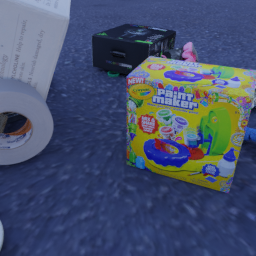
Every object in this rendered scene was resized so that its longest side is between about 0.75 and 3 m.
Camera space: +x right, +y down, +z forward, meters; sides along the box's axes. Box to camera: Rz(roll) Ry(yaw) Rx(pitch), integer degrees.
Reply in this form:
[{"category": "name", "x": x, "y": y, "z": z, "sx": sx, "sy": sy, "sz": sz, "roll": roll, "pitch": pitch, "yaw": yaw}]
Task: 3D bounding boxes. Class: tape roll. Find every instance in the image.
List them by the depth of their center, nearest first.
[{"category": "tape roll", "x": -2.376, "y": -0.087, "z": 5.512, "sx": 1.696, "sy": 1.696, "sz": 0.560, "roll": -14, "pitch": 41, "yaw": -21}]

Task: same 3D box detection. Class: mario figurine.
[{"category": "mario figurine", "x": 3.371, "y": 0.104, "z": 6.213, "sx": 1.790, "sy": 0.949, "sz": 1.105, "roll": 18, "pitch": 36, "yaw": 28}]

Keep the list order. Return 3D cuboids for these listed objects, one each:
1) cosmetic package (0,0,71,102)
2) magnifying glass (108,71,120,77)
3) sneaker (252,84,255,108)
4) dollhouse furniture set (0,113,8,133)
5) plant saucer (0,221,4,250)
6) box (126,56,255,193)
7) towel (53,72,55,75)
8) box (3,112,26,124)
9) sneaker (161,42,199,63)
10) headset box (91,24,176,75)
[{"category": "cosmetic package", "x": -2.902, "y": -2.223, "z": 5.817, "sx": 2.952, "sy": 2.455, "sz": 2.470, "roll": 14, "pitch": 42, "yaw": -20}, {"category": "magnifying glass", "x": -0.523, "y": -2.158, "z": 10.551, "sx": 0.438, "sy": 0.123, "sz": 1.100, "roll": 0, "pitch": 34, "yaw": 1}, {"category": "sneaker", "x": 3.774, "y": -0.904, "z": 7.729, "sx": 2.416, "sy": 0.973, "sz": 1.769, "roll": -19, "pitch": 33, "yaw": -35}, {"category": "dollhouse furniture set", "x": -4.476, "y": 0.242, "z": 6.571, "sx": 2.794, "sy": 1.364, "sz": 2.382, "roll": -24, "pitch": 41, "yaw": 16}, {"category": "plant saucer", "x": -2.557, "y": 1.803, "z": 4.007, "sx": 1.496, "sy": 0.375, "sz": 1.496, "roll": 3, "pitch": 34, "yaw": -2}, {"category": "box", "x": 1.172, "y": -0.144, "z": 5.546, "sx": 2.121, "sy": 2.043, "sz": 1.294, "roll": 13, "pitch": 34, "yaw": 20}, {"category": "towel", "x": -3.747, "y": -1.669, "z": 9.059, "sx": 2.523, "sy": 0.301, "sz": 1.827, "roll": -12, "pitch": 16, "yaw": -18}, {"category": "box", "x": -3.630, "y": -0.618, "z": 7.736, "sx": 1.952, "sy": 0.498, "sz": 1.539, "roll": -22, "pitch": 40, "yaw": -30}, {"category": "sneaker", "x": 1.231, "y": -1.099, "z": 7.351, "sx": 1.100, "sy": 0.911, "sz": 2.305, "roll": -1, "pitch": 72, "yaw": 23}, {"category": "headset box", "x": 0.216, "y": -2.994, "z": 10.651, "sx": 2.351, "sy": 1.252, "sz": 2.700, "roll": 18, "pitch": 35, "yaw": 24}]
